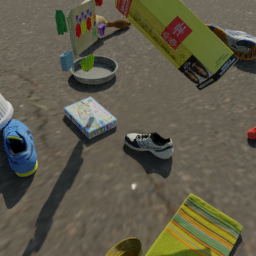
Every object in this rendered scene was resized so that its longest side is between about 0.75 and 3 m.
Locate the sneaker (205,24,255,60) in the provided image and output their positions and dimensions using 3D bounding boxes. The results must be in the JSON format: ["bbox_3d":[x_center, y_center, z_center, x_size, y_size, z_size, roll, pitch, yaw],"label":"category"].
[{"bbox_3d":[4.322,-3.707,11.955,2.726,1.026,1.201,30,43,18],"label":"sneaker"}]

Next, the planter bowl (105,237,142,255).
[{"bbox_3d":[-0.037,2.463,5.071,0.909,0.378,0.909,-32,12,8],"label":"planter bowl"}]

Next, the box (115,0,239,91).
[{"bbox_3d":[0.895,-1.937,5.589,2.596,0.977,0.650,45,81,-3],"label":"box"}]

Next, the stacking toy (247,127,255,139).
[{"bbox_3d":[3.870,0.018,7.998,1.071,0.457,0.457,-21,45,-18],"label":"stacking toy"}]

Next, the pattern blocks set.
[{"bbox_3d":[-1.187,-2.728,7.501,0.226,2.450,2.788,9,28,14],"label":"pattern blocks set"}]

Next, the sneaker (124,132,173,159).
[{"bbox_3d":[0.550,0.312,7.496,1.420,0.622,0.537,15,45,19],"label":"sneaker"}]

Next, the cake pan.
[{"bbox_3d":[-1.276,-2.189,10.586,1.795,0.329,1.795,0,41,0],"label":"cake pan"}]

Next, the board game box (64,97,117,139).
[{"bbox_3d":[-1.154,-0.350,8.528,0.997,0.254,1.483,-27,48,-27],"label":"board game box"}]

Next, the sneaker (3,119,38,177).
[{"bbox_3d":[-2.906,0.271,7.378,0.725,0.862,2.199,-20,43,-18],"label":"sneaker"}]

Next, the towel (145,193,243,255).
[{"bbox_3d":[0.972,2.547,5.191,1.287,0.270,2.990,26,48,28],"label":"towel"}]

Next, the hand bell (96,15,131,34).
[{"bbox_3d":[-0.901,-4.950,13.354,2.709,1.410,1.410,-19,43,-37],"label":"hand bell"}]

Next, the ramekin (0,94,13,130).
[{"bbox_3d":[-4.374,-0.453,7.795,2.051,0.955,2.051,-11,36,8],"label":"ramekin"}]
